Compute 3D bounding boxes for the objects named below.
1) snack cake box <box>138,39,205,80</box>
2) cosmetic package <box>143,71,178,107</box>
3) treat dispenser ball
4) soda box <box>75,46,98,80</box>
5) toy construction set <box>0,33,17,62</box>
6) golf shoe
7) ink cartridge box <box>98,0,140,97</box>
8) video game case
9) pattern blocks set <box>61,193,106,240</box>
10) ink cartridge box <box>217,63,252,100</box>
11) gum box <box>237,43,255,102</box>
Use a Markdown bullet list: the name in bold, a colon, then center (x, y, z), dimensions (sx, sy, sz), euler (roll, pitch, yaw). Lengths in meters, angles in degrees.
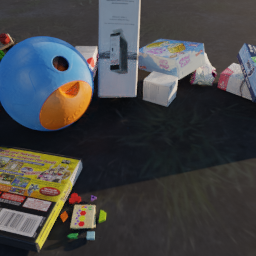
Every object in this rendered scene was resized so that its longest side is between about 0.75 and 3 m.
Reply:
- **snack cake box**: center (1.634, -2.839, 11.266), dimensions (1.471, 0.859, 2.557), euler (-31, 34, -22)
- **cosmetic package**: center (1.152, -1.406, 10.013), dimensions (0.998, 0.823, 0.824), euler (19, 42, 22)
- **treat dispenser ball**: center (-2.403, -1.279, 8.312), dimensions (2.749, 2.749, 2.749), euler (0, 38, 0)
- **soda box**: center (-1.856, -2.280, 11.066), dimensions (0.983, 0.914, 2.881), euler (3, 38, 3)
- **toy construction set**: center (-4.893, -2.116, 10.259), dimensions (2.175, 2.361, 2.831), euler (-9, 16, 8)
- **golf shoe**: center (3.124, -2.379, 11.442), dimensions (0.958, 0.789, 2.094), euler (16, 48, 7)
- **ink cartridge box**: center (-0.289, -2.622, 9.386), dimensions (1.242, 2.998, 2.200), euler (2, 14, -1)
- **video game case**: center (-2.791, 1.461, 6.692), dimensions (2.748, 0.350, 2.483), euler (8, 39, 11)
- **pattern blocks set**: center (-0.988, 1.965, 6.243), dimensions (0.994, 0.092, 1.131), euler (5, 38, 7)
- **ink cartridge box**: center (4.402, -1.724, 10.516), dimensions (1.621, 0.671, 1.188), euler (29, 46, 29)
- **gum box**: center (5.486, -1.652, 9.599), dimensions (2.995, 0.667, 2.545), euler (11, 48, -6)
